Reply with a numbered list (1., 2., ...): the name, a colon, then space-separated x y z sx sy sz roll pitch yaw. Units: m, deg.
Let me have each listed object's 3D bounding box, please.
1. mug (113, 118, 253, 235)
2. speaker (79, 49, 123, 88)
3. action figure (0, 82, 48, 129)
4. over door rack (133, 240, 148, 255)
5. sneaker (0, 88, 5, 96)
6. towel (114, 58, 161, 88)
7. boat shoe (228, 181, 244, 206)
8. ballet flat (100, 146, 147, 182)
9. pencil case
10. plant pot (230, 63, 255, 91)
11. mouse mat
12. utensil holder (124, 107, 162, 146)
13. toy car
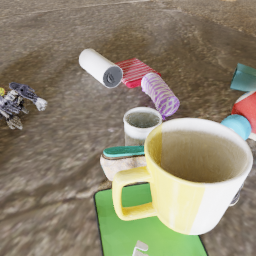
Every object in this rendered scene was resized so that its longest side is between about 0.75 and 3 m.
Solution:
1. mug: 1.028 1.053 5.625 2.336 1.917 1.870 9 38 12
2. speaker: -1.114 -2.395 11.091 0.899 0.899 2.214 -20 39 -24
3. action figure: -3.347 -0.667 8.648 1.394 1.197 2.346 -49 12 -14
4. over door rack: 0.672 2.917 4.130 2.086 0.695 1.541 30 42 4
5. sneaker: -5.139 -1.432 10.208 1.657 0.648 0.748 28 35 26
6. towel: 0.192 -2.310 11.606 1.546 0.240 2.138 -20 39 -21
7. boat shoe: 2.510 1.264 6.690 0.493 0.425 1.356 20 41 24
8. ballet flat: 0.715 0.825 6.869 2.727 0.917 0.928 -5 17 -1
9. pencil case: 1.034 -1.173 9.589 0.821 0.837 1.957 28 22 -31
10. plant pot: 4.551 -1.845 10.604 1.073 0.758 0.758 18 40 12
11. mouse mat: 0.409 2.127 5.841 2.047 0.096 2.544 -7 38 -10
12. utensil holder: 0.379 0.190 7.503 0.994 1.169 0.994 1 37 0
13. toy car: 4.209 -0.864 7.623 2.495 2.707 2.394 -29 46 -34
